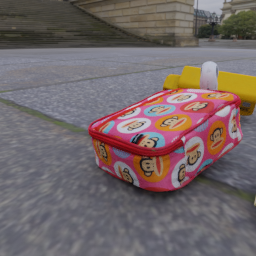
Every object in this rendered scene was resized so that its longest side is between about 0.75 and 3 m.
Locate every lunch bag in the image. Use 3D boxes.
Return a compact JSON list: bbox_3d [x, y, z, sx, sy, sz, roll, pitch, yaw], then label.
[{"bbox_3d":[0.668,0.034,5.684,2.755,1.129,2.426,-27,26,-34],"label":"lunch bag"}]

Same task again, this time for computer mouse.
[{"bbox_3d":[1.812,-0.932,6.351,0.614,1.119,0.245,3,22,24],"label":"computer mouse"}]

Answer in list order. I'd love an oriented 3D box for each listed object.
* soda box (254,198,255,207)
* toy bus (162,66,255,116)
[{"bbox_3d":[2.535,0.745,4.382,0.621,0.657,1.941,40,32,13],"label":"soda box"},{"bbox_3d":[2.535,-1.202,8.861,2.903,1.137,0.945,15,67,21],"label":"toy bus"}]
